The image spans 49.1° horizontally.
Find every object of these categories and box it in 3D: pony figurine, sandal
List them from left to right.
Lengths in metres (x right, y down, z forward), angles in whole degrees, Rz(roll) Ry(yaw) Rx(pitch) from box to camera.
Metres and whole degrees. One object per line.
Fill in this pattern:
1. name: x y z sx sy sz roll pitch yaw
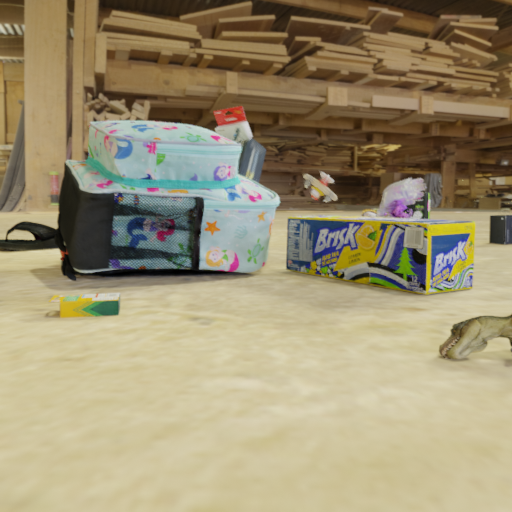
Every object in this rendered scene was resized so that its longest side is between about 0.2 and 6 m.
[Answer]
1. sandal: -5.062 -0.507 13.418 2.782 0.666 1.046 -5 8 -38
2. pony figurine: 3.171 -0.830 13.586 2.020 1.743 2.093 -7 18 24

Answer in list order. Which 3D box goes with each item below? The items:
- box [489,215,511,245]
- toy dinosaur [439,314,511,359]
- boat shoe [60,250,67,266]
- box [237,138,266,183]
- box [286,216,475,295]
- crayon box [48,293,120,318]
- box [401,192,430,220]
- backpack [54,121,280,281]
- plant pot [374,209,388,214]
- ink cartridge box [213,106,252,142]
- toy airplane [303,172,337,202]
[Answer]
1. box: 6.754 -0.707 14.838 1.046 0.774 0.546 -2 5 -24
2. toy dinosaur: 2.447 0.601 4.069 2.052 0.487 0.904 3 -1 -1
3. boat shoe: -2.393 -0.215 10.323 2.385 0.746 0.849 -1 6 -21
4. box: -0.902 -1.292 11.726 0.584 1.806 2.290 33 -33 -33
5. box: 1.709 -0.107 8.344 1.024 0.940 2.922 -4 8 -33
6. crayon box: -1.807 0.524 5.945 0.701 0.181 0.441 -1 6 -11
7. box: 4.046 -0.977 14.586 0.843 1.357 1.008 3 7 24
8. backpack: -1.321 -0.865 8.989 3.273 2.464 2.905 7 15 -26
9. plant pot: 3.640 -0.874 16.644 0.909 0.909 0.835 2 -6 17
10. ink cartridge box: -0.473 -2.442 10.498 0.693 0.610 0.155 0 34 35
11. toy airplane: 1.660 -1.769 14.628 0.811 0.808 0.572 9 45 45
